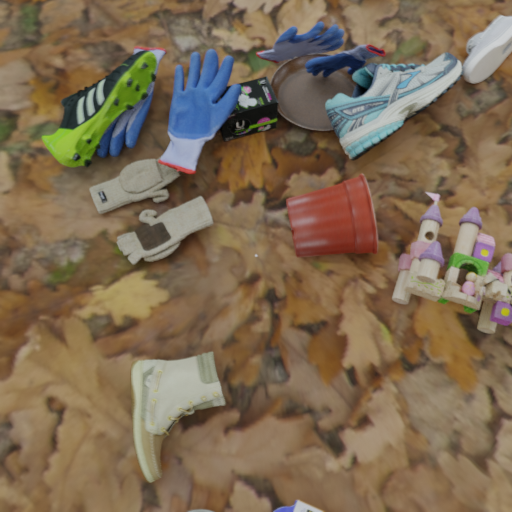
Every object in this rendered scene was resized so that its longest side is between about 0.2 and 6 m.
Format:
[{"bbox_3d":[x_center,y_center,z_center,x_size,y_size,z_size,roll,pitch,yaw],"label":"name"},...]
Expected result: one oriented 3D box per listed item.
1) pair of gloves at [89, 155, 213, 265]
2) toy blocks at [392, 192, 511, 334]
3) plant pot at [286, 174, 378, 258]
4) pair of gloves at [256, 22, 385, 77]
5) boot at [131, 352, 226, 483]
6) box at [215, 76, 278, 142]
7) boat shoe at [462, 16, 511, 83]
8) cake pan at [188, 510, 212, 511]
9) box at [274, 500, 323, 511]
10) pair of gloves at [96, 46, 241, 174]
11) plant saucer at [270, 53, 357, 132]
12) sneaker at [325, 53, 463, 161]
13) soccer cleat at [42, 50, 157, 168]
[{"bbox_3d":[-2.083,-0.941,11.140,1.886,0.389,2.219,-32,65,-8],"label":"pair of gloves"},{"bbox_3d":[3.743,-0.020,9.684,2.133,2.283,1.922,19,74,8],"label":"toy blocks"},{"bbox_3d":[1.377,-0.650,10.500,1.489,1.531,1.531,-10,66,5],"label":"plant pot"},{"bbox_3d":[1.356,-4.126,11.360,2.476,1.991,0.282,1,91,-37],"label":"pair of gloves"},{"bbox_3d":[-1.266,2.629,9.359,1.539,0.717,1.990,-7,64,-7],"label":"boot"},{"bbox_3d":[-0.226,-3.082,11.791,1.209,0.898,0.752,-16,67,-7],"label":"box"},{"bbox_3d":[5.197,-4.730,12.625,0.763,0.802,2.227,34,73,31],"label":"boat shoe"},{"bbox_3d":[-0.881,4.771,8.683,1.531,0.281,1.531,0,67,0],"label":"cake pan"},{"bbox_3d":[1.233,4.856,8.544,2.503,0.519,1.490,21,68,12],"label":"box"},{"bbox_3d":[-2.038,-3.117,11.535,3.381,0.385,2.718,16,79,21],"label":"pair of gloves"},{"bbox_3d":[1.387,-3.517,12.242,2.197,0.352,2.197,0,64,0],"label":"plant saucer"},{"bbox_3d":[2.836,-3.455,11.426,3.402,1.320,1.468,-39,96,-21],"label":"sneaker"},{"bbox_3d":[-3.164,-3.104,11.259,1.173,0.977,2.895,38,87,16],"label":"soccer cleat"}]
